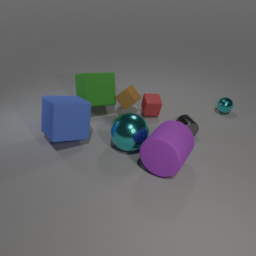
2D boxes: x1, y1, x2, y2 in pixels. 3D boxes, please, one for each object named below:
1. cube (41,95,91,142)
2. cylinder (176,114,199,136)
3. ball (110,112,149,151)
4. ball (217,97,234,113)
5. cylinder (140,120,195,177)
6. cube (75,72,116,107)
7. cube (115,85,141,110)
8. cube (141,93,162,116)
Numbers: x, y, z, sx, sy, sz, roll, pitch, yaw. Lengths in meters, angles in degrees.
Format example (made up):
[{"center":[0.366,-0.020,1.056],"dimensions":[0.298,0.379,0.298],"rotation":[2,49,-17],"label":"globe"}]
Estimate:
[{"center":[-2.314,-0.391,10.362],"dimensions":[1.400,1.400,1.400],"rotation":[-4,18,-33],"label":"cube"},{"center":[2.326,-0.074,11.076],"dimensions":[0.700,0.700,0.700],"rotation":[-9,33,-14],"label":"cylinder"},{"center":[0.068,0.139,10.052],"dimensions":[1.400,1.400,1.400],"rotation":[0,32,0],"label":"ball"},{"center":[4.335,-1.018,12.486],"dimensions":[0.700,0.700,0.700],"rotation":[0,32,0],"label":"ball"},{"center":[1.294,0.647,9.148],"dimensions":[1.400,1.400,1.400],"rotation":[16,32,24],"label":"cylinder"},{"center":[-1.449,-1.707,12.378],"dimensions":[1.400,1.400,1.400],"rotation":[-7,10,-24],"label":"cube"},{"center":[0.013,-1.318,11.972],"dimensions":[0.700,0.700,0.700],"rotation":[-32,9,30],"label":"cube"},{"center":[1.021,-1.020,12.211],"dimensions":[0.700,0.700,0.700],"rotation":[1,44,-11],"label":"cube"}]
